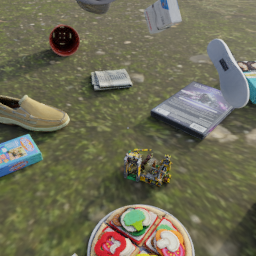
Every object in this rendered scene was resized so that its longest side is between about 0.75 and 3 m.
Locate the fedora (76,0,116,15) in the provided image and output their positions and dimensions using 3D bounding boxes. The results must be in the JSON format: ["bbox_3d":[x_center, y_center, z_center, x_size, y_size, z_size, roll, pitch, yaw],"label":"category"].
[{"bbox_3d":[-1.112,-4.331,9.024,1.931,0.872,1.708,41,66,10],"label":"fedora"}]

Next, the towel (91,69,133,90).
[{"bbox_3d":[-0.679,-1.922,10.842,1.484,0.256,1.429,-7,38,-9],"label":"towel"}]

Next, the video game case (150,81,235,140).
[{"bbox_3d":[2.301,-0.711,9.276,1.910,0.254,2.673,28,45,32],"label":"video game case"}]

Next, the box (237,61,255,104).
[{"bbox_3d":[4.697,-1.741,10.347,0.947,0.566,2.301,-2,37,-3],"label":"box"}]

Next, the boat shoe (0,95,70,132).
[{"bbox_3d":[-3.014,-0.526,8.441,2.494,0.950,0.894,6,38,8],"label":"boat shoe"}]

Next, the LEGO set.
[{"bbox_3d":[0.470,0.822,6.851,1.289,0.747,0.991,19,41,23],"label":"LEGO set"}]

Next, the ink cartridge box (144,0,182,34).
[{"bbox_3d":[1.020,-3.353,8.352,0.441,0.757,1.047,-21,10,-31],"label":"ink cartridge box"}]

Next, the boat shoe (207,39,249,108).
[{"bbox_3d":[2.600,-1.388,7.162,0.623,0.658,1.882,-4,67,-50],"label":"boat shoe"}]

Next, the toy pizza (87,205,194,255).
[{"bbox_3d":[0.246,2.252,5.330,2.036,0.323,2.036,0,37,0],"label":"toy pizza"}]

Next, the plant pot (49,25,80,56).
[{"bbox_3d":[-3.005,-4.190,13.053,1.364,1.364,1.327,-10,30,-13],"label":"plant pot"}]

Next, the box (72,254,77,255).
[{"bbox_3d":[-0.573,2.886,4.417,0.659,0.439,1.752,-31,48,-33],"label":"box"}]

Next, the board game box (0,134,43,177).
[{"bbox_3d":[-3.042,0.715,7.367,1.273,0.286,0.968,-22,43,-26],"label":"board game box"}]
